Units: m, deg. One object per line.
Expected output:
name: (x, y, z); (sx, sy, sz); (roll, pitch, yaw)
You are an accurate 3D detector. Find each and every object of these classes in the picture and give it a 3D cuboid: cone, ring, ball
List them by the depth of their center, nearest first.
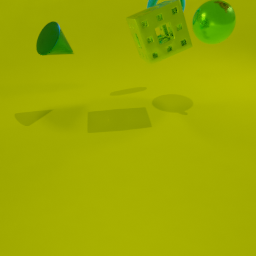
cone: (-2.030, -2.491, 8.549); (1.059, 1.059, 1.063); (31, 7, 39)
ball: (2.773, -3.419, 9.076); (1.364, 1.364, 1.364); (0, 33, 0)
ring: (1.334, -4.222, 9.779); (1.444, 1.444, 0.289); (-11, 40, -17)

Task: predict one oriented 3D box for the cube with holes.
cube with holes: (0.868, -2.782, 8.103); (1.291, 1.291, 1.291); (-24, 25, -1)
